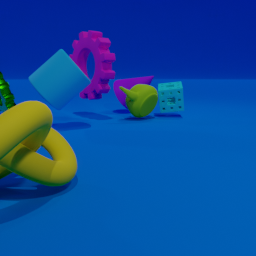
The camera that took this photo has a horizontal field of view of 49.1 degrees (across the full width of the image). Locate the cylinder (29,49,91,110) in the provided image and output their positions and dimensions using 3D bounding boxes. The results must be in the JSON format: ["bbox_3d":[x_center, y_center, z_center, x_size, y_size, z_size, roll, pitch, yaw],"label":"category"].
[{"bbox_3d":[-1.543,-1.093,6.401,1.003,1.003,1.003,-41,14,0],"label":"cylinder"}]

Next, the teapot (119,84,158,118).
[{"bbox_3d":[0.325,-0.863,8.236,0.808,1.026,1.650,39,11,29],"label":"teapot"}]

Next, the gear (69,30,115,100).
[{"bbox_3d":[-1.085,-1.793,8.120,0.353,1.911,1.911,-8,13,-40],"label":"gear"}]

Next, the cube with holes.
[{"bbox_3d":[1.350,-0.976,8.823,0.734,0.734,0.734,-5,24,9],"label":"cube with holes"}]

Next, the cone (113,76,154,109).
[{"bbox_3d":[0.394,-1.426,9.558,1.275,1.271,1.271,-32,-8,32],"label":"cone"}]

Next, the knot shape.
[{"bbox_3d":[-1.307,0.196,2.810,1.767,0.816,1.653,3,-8,-22],"label":"knot shape"}]

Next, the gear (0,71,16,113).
[{"bbox_3d":[-3.917,-1.088,8.607,0.280,1.513,1.513,-30,26,-32],"label":"gear"}]
